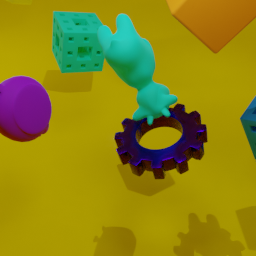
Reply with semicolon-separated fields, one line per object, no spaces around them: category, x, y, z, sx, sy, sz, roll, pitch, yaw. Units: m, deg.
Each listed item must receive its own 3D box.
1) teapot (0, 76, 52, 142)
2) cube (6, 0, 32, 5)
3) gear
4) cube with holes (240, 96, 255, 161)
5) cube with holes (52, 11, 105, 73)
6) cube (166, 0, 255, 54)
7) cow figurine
teapot;-1.580;-0.244;4.065;0.732;1.495;0.930;2;60;28
cube;-3.394;-4.345;8.050;1.126;1.126;1.126;25;23;-2
gear;0.463;0.135;4.050;1.296;0.240;1.296;-10;41;9
cube with holes;3.125;-0.055;4.961;1.381;1.381;1.381;-48;35;-20
cube with holes;-0.919;-1.595;5.214;0.794;0.794;0.794;-8;48;-25
cube;1.089;-1.675;3.619;0.847;0.847;0.847;31;33;-25
cow figurine;0.134;-0.746;3.860;0.700;1.275;1.254;-25;61;18
